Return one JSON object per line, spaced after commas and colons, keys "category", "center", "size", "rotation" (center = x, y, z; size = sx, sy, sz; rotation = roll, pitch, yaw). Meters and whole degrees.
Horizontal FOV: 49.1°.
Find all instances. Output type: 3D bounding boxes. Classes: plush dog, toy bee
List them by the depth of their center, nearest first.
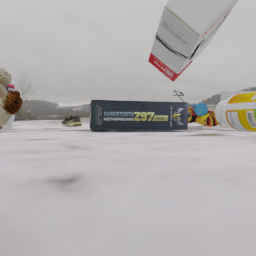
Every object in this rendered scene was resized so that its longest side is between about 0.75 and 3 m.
{"category": "plush dog", "center": [-2.727, -0.326, 5.355], "size": [1.545, 1.240, 1.327], "rotation": [-30, 29, -21]}
{"category": "toy bee", "center": [2.384, -0.418, 10.215], "size": [1.984, 1.078, 1.298], "rotation": [25, -1, 16]}

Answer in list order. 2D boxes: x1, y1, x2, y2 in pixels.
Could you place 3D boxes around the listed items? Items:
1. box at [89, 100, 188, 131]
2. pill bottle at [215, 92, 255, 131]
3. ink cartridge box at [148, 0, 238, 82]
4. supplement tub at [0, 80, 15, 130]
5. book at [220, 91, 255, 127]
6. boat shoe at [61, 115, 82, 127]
{"category": "box", "center": [0.074, -0.254, 6.275], "size": [1.865, 0.603, 2.365], "rotation": [1, 2, -8]}
{"category": "pill bottle", "center": [2.519, -0.337, 5.869], "size": [0.794, 0.794, 1.430], "rotation": [0, 2, -21]}
{"category": "ink cartridge box", "center": [1.854, -2.949, 8.235], "size": [1.210, 2.085, 2.890], "rotation": [42, -12, 7]}
{"category": "supplement tub", "center": [-3.270, -0.589, 6.927], "size": [0.876, 1.248, 0.876], "rotation": [0, 1, 0]}
{"category": "book", "center": [4.136, -0.640, 9.577], "size": [1.860, 1.242, 0.447], "rotation": [0, 2, 8]}
{"category": "boat shoe", "center": [-2.316, -0.309, 11.563], "size": [0.559, 0.495, 1.527], "rotation": [-1, 2, -37]}
